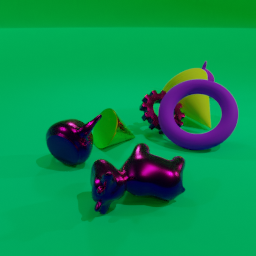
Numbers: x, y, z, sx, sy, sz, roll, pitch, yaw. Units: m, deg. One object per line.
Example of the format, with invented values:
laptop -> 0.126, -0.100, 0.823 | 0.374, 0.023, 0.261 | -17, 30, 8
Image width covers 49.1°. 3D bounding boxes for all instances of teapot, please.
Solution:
teapot -> -1.044, 0.199, 5.404 | 1.518, 0.944, 0.743 | -33, 14, 40

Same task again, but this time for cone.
cone -> -0.175, 0.111, 6.491 | 0.929, 0.926, 0.926 | 17, 8, -37
cone -> 1.841, -0.565, 7.533 | 1.455, 1.455, 1.461 | -10, 57, -25

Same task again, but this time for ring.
ring -> 1.567, -0.339, 6.366 | 1.771, 0.354, 1.771 | -5, 64, 11

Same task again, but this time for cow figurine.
cow figurine -> 0.160, 0.820, 4.312 | 1.439, 0.790, 1.416 | 17, 30, 11

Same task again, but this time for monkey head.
monkey head -> 2.623, -1.701, 9.972 | 0.784, 1.300, 0.935 | -17, 22, 5

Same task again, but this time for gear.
gear -> 0.868, -0.407, 7.048 | 1.171, 0.217, 1.171 | 11, 60, -19
